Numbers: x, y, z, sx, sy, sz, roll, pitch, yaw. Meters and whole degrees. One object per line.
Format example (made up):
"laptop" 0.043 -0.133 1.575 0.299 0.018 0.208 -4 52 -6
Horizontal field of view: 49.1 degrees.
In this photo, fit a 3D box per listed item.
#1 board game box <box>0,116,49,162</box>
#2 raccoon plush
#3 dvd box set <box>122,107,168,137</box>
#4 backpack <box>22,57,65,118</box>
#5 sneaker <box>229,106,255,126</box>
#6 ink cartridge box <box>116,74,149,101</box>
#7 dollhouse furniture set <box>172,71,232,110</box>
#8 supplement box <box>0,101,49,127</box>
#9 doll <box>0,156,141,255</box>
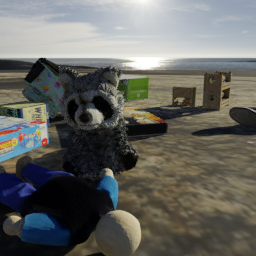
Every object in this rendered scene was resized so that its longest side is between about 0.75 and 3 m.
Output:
"board game box" -3.245 0.228 6.328 2.013 0.563 1.971 7 15 25
"raccoon plush" -0.749 -0.245 5.397 1.358 1.881 2.808 -10 14 -15
"dvd box set" -0.107 -0.241 8.550 1.819 0.365 2.486 -3 15 -16
"backpack" -2.494 -1.233 9.679 2.061 1.580 1.811 34 4 -16
"sneaker" 3.979 -0.493 8.916 1.512 0.575 1.092 13 28 12
"ink cartridge box" -0.785 -1.945 13.670 2.994 1.134 2.213 -15 21 -40
"dollhouse furniture set" 3.156 -1.683 11.981 2.061 1.444 1.452 9 17 33
"supplement box" -3.095 -0.353 8.307 1.054 0.709 1.056 8 17 30
"doll" -0.839 0.909 3.632 2.482 0.602 1.694 12 20 40
